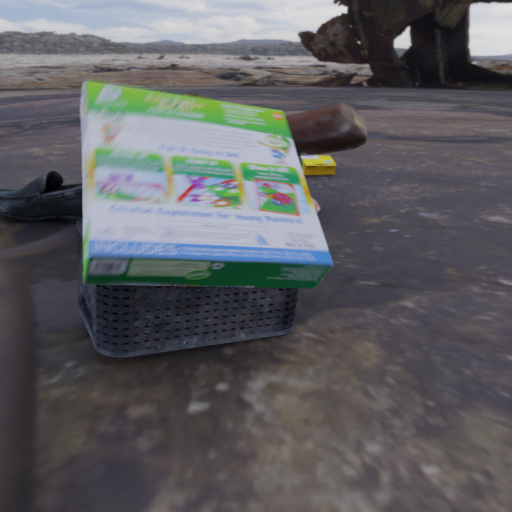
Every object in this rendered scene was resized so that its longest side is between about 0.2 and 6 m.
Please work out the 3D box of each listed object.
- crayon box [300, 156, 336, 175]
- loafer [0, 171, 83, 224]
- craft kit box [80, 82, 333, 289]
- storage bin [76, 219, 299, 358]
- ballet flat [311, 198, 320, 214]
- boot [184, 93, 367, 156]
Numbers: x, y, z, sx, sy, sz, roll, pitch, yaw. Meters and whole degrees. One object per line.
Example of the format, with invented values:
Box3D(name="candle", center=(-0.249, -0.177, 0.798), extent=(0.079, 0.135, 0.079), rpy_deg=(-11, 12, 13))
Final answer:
Box3D(name="crayon box", center=(1.722, -2.523, 15.698), extent=(0.870, 0.348, 1.370), rpy_deg=(0, 20, 0))
Box3D(name="loafer", center=(-4.174, -1.238, 11.374), extent=(2.886, 1.013, 0.980), rpy_deg=(4, 21, 10))
Box3D(name="craft kit box", center=(-0.623, -0.776, 6.030), extent=(2.425, 0.588, 2.395), rpy_deg=(3, 55, -21))
Box3D(name="storage bin", center=(-0.853, 0.225, 7.016), extent=(2.520, 1.182, 1.704), rpy_deg=(-3, 20, -26))
Box3D(name="ballet flat", center=(0.430, -1.327, 12.153), extent=(2.007, 0.642, 0.759), rpy_deg=(12, 28, 27))
Box3D(name="boot", center=(0.492, -2.686, 11.209), extent=(3.136, 1.007, 2.922), rpy_deg=(0, -8, 32))
